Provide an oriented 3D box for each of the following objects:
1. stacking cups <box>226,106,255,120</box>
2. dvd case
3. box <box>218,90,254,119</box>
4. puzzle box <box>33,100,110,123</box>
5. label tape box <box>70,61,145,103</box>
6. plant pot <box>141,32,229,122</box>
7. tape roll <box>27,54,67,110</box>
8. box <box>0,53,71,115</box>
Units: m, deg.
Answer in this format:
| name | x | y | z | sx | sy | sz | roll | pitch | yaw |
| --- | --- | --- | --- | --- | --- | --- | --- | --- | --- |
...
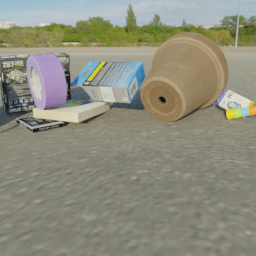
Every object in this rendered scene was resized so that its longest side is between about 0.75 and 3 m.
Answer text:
| name | x | y | z | sx | sy | sz | roll | pitch | yaw |
| --- | --- | --- | --- | --- | --- | --- | --- | --- | --- |
| stacking cups | 3.719 | -0.532 | 8.799 | 1.181 | 0.357 | 0.357 | -12 | 6 | 42 |
| dvd case | -2.724 | -0.164 | 8.618 | 1.003 | 0.165 | 1.334 | -14 | 23 | -38 |
| box | 3.575 | -0.821 | 9.404 | 1.051 | 0.626 | 0.218 | 35 | 2 | 31 |
| puzzle box | -1.788 | -0.623 | 9.461 | 1.600 | 0.306 | 2.406 | 6 | 14 | 19 |
| label tape box | -0.603 | -1.503 | 8.926 | 1.953 | 0.618 | 1.408 | 6 | 46 | 24 |
| plant pot | 1.639 | -1.445 | 9.334 | 2.753 | 2.753 | 2.400 | 12 | 41 | 32 |
| tape roll | -2.436 | -1.373 | 8.335 | 0.667 | 1.569 | 1.569 | -17 | 24 | -32 |
| box | -3.241 | -1.612 | 9.965 | 2.402 | 1.936 | 0.590 | -14 | 32 | -31 |
